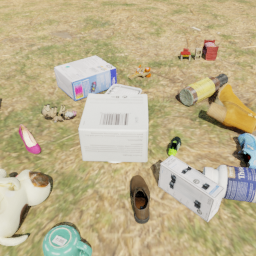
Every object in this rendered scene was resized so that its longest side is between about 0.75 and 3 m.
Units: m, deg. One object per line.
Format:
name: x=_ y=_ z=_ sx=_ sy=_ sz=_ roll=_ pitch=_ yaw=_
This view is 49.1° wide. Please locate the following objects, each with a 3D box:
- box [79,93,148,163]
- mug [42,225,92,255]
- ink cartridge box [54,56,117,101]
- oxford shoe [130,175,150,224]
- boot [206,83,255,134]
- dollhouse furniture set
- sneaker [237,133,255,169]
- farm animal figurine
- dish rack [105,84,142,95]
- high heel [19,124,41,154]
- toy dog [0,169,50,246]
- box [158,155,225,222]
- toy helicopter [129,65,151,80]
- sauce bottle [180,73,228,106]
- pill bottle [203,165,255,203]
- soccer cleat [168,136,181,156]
box: x=-0.437 y=-0.056 z=10.478 sx=2.359 sy=1.550 sz=2.372 roll=1 pitch=38 yaw=2
mug: x=-1.601 y=2.990 z=7.244 sx=1.175 sy=0.726 sz=0.965 roll=-14 pitch=40 yaw=-17
ink cartridge box: x=-1.909 y=-2.645 z=14.130 sx=2.921 sy=1.115 sz=1.993 roll=-26 pitch=45 yaw=-26
oxford shoe: x=0.406 y=1.992 z=8.555 sx=0.613 sy=0.712 sz=1.688 roll=-6 pitch=37 yaw=-4
boot: x=4.735 y=-0.802 z=12.080 sx=2.090 sy=1.027 sz=2.919 roll=27 pitch=41 yaw=16
dollhouse furniture set: x=4.246 y=-4.735 z=16.993 sx=2.196 sy=0.893 sz=1.182 roll=0 pitch=38 yaw=0
sneaker: x=4.294 y=0.788 z=10.067 sx=0.763 sy=0.664 sz=1.695 roll=3 pitch=38 yaw=-5
farm animal figurine: x=-2.890 y=-0.549 z=11.723 sx=1.268 sy=1.024 sz=0.638 roll=6 pitch=77 yaw=11
dish rack: x=-0.212 y=-1.569 z=13.401 sx=1.563 sy=0.340 sz=1.341 roll=13 pitch=39 yaw=16
high heel: x=-3.721 y=0.422 z=10.584 sx=0.466 sy=0.664 sz=1.384 roll=-23 pitch=44 yaw=-27
toy dog: x=-3.205 y=2.003 z=7.960 sx=2.069 sy=1.489 sz=2.134 roll=28 pitch=43 yaw=23
box: x=1.843 y=1.786 z=8.477 sx=1.915 sy=1.117 sz=0.576 roll=31 pitch=47 yaw=34
toy helicopter: x=0.580 y=-2.974 z=15.117 sx=1.277 sy=0.504 sz=0.845 roll=-27 pitch=50 yaw=-15
sauce bottle: x=3.714 y=-1.915 z=13.407 sx=2.892 sy=0.936 sz=0.936 roll=-26 pitch=45 yaw=-32
pill bottle: x=3.271 y=1.694 z=8.653 sx=1.849 sy=1.026 sz=1.026 roll=6 pitch=38 yaw=9
soccer cleat: x=1.783 y=0.611 z=10.515 sx=0.375 sy=0.451 sz=1.112 roll=13 pitch=40 yaw=17
